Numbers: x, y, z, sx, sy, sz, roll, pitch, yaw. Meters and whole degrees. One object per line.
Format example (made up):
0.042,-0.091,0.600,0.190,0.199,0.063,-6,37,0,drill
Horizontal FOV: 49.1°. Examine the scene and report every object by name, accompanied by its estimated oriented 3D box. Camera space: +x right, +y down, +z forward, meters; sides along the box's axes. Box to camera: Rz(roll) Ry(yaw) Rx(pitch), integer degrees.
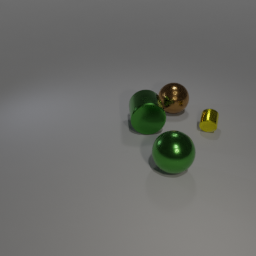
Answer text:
3.299,-0.306,11.384,0.700,0.700,0.700,10,52,16,cylinder
1.475,0.776,9.080,1.400,1.400,1.400,0,32,0,ball
0.767,-0.671,11.485,1.400,1.400,1.400,-2,31,-3,cylinder
2.038,-1.337,12.589,1.400,1.400,1.400,0,32,0,ball
